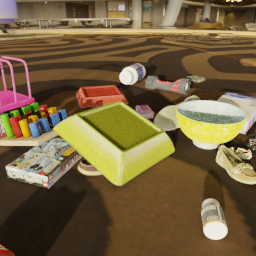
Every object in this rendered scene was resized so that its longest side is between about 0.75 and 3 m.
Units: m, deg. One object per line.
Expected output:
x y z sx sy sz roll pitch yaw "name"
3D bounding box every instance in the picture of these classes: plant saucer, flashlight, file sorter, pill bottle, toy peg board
-1.330 -1.642 13.817 2.297 0.422 2.293 -5 25 -13 "plant saucer"
-0.269 0.117 8.450 2.804 0.671 2.800 37 38 26 "plant saucer"
2.110 -2.377 14.966 2.402 0.816 0.813 18 30 34 "flashlight"
-5.052 -1.523 9.858 1.842 1.662 2.651 16 28 33 "file sorter"
1.791 1.890 5.894 0.469 0.469 0.806 4 24 8 "pill bottle"
0.236 -3.078 16.123 1.010 1.010 1.820 11 25 22 "pill bottle"
-3.109 -0.228 9.454 1.967 0.966 1.975 -2 20 33 "toy peg board"

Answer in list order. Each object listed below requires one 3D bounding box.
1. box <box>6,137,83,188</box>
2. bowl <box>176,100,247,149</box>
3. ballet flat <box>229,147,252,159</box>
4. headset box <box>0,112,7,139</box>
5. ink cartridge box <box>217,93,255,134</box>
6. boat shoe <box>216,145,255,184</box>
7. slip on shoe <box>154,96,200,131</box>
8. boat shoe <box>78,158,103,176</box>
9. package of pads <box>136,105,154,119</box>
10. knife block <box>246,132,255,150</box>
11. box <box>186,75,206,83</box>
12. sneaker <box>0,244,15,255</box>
-2.285 0.912 8.138 1.359 0.396 1.985 9 26 20 "box"
2.651 -0.019 9.245 2.208 1.188 2.208 1 24 0 "bowl"
3.324 0.747 8.636 0.945 0.302 0.357 5 25 11 "ballet flat"
-5.411 -0.115 9.818 2.362 0.886 1.756 -19 31 -36 "headset box"
4.197 -0.674 10.996 1.672 0.588 2.802 17 32 31 "ink cartridge box"
3.024 1.014 7.814 0.556 0.480 1.525 -7 25 -15 "boat shoe"
1.918 -0.520 11.001 2.514 0.931 0.769 -30 -4 -34 "slip on shoe"
-0.407 0.635 8.200 2.369 0.853 0.855 -17 29 -33 "boat shoe"
0.696 -0.678 11.748 0.550 0.346 0.913 -3 24 -13 "package of pads"
4.394 0.196 9.009 1.057 1.205 0.385 22 14 -29 "knife block"
4.138 -2.989 17.055 0.738 0.204 0.921 -16 29 -31 "box"
-2.854 2.514 4.347 1.249 0.847 2.162 11 13 42 "sneaker"
